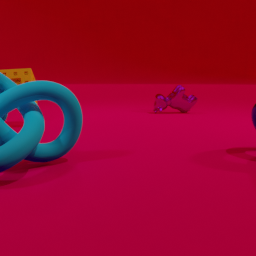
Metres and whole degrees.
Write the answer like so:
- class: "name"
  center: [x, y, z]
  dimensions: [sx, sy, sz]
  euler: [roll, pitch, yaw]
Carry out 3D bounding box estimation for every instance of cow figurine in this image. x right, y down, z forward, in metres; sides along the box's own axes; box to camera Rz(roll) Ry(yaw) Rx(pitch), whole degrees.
- class: "cow figurine"
  center: [1.769, -0.958, 10.887]
  dimensions: [1.464, 1.441, 0.804]
  euler: [34, 13, -14]

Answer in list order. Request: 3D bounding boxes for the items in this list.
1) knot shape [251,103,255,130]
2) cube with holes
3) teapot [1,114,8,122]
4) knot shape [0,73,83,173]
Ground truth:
- class: "knot shape"
  center: [2.815, 0.022, 4.473]
  dimensions: [1.910, 0.883, 1.788]
  euler: [3, 7, -31]
- class: "cube with holes"
  center: [-3.050, -1.083, 7.831]
  dimensions: [0.829, 0.829, 0.829]
  euler: [-5, -14, -11]
- class: "teapot"
  center: [-3.000, -0.290, 4.778]
  dimensions: [1.963, 0.961, 1.221]
  euler: [6, 11, 4]
- class: "knot shape"
  center: [-1.510, -0.113, 4.041]
  dimensions: [1.736, 1.855, 0.857]
  euler: [5, -33, -24]
